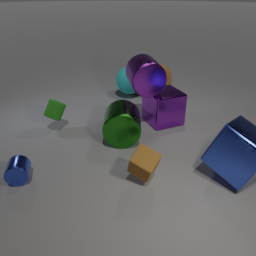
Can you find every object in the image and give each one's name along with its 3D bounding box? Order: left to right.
[{"bbox_3d":[-3.359,1.295,8.554,0.700,0.700,0.700,-5,28,-9],"label":"cylinder"},{"bbox_3d":[-2.928,-0.733,11.238,0.700,0.700,0.700,22,4,-2],"label":"cylinder"},{"bbox_3d":[-0.220,-0.175,10.562,1.400,1.400,1.400,0,28,0],"label":"cylinder"},{"bbox_3d":[0.077,-2.479,14.565,1.400,1.400,1.400,0,28,0],"label":"ball"},{"bbox_3d":[0.471,1.026,8.161,0.700,0.700,0.700,29,57,13],"label":"cube"},{"bbox_3d":[0.700,-2.111,11.220,1.400,1.400,1.400,-5,30,-9],"label":"cylinder"},{"bbox_3d":[1.578,-2.586,14.608,1.400,1.400,1.400,4,16,8],"label":"cylinder"},{"bbox_3d":[1.513,-0.907,11.958,1.400,1.400,1.400,-12,30,-21],"label":"cube"},{"bbox_3d":[3.297,0.681,8.288,1.400,1.400,1.400,41,34,21],"label":"cube"}]
